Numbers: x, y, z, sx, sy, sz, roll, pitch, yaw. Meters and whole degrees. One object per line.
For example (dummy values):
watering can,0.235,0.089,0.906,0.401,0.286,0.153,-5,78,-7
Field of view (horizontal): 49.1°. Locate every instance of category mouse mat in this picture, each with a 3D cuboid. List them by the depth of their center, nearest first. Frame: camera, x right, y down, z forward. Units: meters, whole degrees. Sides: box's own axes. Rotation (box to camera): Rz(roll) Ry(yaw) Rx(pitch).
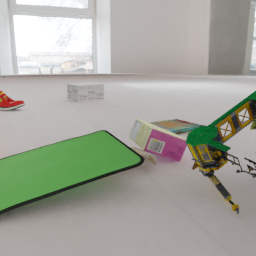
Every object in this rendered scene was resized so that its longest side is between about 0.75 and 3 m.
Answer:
mouse mat,-1.332,0.635,4.729,2.736,0.103,2.202,-17,18,-18

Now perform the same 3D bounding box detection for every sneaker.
sneaker,-5.165,-1.151,11.630,1.856,0.788,0.715,4,14,16

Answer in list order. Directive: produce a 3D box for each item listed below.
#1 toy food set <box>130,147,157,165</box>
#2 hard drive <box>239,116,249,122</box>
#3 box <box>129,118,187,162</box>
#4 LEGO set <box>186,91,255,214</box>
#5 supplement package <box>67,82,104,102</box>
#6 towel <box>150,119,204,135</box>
toy food set,-0.163,0.618,5.361,1.225,0.370,0.879,0,5,-16
hard drive,3.721,-0.323,9.625,0.907,0.115,0.599,9,16,34
box,0.610,0.239,5.912,0.867,0.476,0.985,19,7,-21
LEGO set,2.317,0.603,3.908,2.125,1.601,2.764,-38,25,-20
supplement package,-2.197,-1.871,14.484,1.549,0.859,1.206,-10,17,-37
towel,1.213,-0.048,8.330,1.773,0.192,1.300,-9,17,-34
